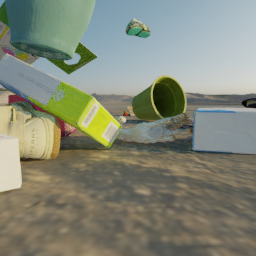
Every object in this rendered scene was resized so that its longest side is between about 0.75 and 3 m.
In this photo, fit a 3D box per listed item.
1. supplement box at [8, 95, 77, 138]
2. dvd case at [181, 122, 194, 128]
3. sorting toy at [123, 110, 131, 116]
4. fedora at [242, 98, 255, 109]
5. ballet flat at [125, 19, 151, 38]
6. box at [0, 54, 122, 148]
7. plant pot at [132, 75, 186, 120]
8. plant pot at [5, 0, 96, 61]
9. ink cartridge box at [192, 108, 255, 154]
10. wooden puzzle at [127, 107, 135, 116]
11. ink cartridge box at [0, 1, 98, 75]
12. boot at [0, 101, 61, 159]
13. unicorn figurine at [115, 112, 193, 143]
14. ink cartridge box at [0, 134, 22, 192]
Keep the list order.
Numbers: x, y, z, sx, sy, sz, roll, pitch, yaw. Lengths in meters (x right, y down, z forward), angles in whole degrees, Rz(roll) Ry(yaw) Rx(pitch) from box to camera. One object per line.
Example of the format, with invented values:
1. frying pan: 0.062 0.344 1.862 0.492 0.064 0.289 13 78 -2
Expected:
1. supplement box: -2.337 -0.390 8.160 1.477 1.165 2.257 0 6 -2
2. dvd case: 2.748 -0.107 10.399 1.847 0.148 1.373 -4 7 -33
3. sorting toy: 0.083 -0.960 17.755 1.018 0.351 0.353 -7 9 -44
4. fedora: 5.426 -0.629 11.504 1.717 0.784 1.717 14 -7 2
5. ballet flat: 0.201 -2.534 7.063 0.436 0.436 1.176 3 9 24
6. box: -1.486 -0.567 5.653 2.566 0.611 1.564 28 -8 23
7. plant pot: 1.266 -1.155 13.174 2.141 2.141 2.033 -4 -6 -36
8. plant pot: -1.777 -2.636 6.268 2.072 1.947 2.072 10 0 0
9. ink cartridge box: 2.271 -0.041 6.443 1.426 0.821 2.462 2 6 16
10. wooden puzzle: 0.416 -1.048 17.806 0.826 0.166 0.893 -2 39 -19
11. ink cartridge box: -2.678 -2.309 8.395 2.853 1.081 2.108 33 -27 -30
12. boot: -2.701 0.012 4.911 2.133 0.999 2.745 0 11 -40
13. unicorn figurine: 0.527 0.018 6.678 1.573 0.846 2.290 -8 -15 38
14. ink cartridge box: -2.085 0.409 3.027 1.079 0.623 1.477 6 8 44
